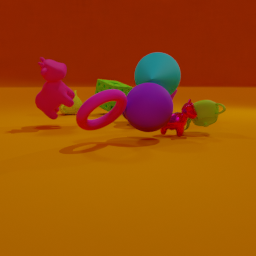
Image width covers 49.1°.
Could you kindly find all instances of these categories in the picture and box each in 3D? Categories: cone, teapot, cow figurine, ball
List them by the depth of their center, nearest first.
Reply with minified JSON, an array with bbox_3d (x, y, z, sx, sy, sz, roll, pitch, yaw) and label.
[{"bbox_3d":[0.449,-0.448,6.160,1.082,1.082,1.082,0,9,0],"label":"ball"},{"bbox_3d":[1.185,-0.259,6.654,0.893,0.879,0.490,6,17,15],"label":"cow figurine"},{"bbox_3d":[1.877,-0.302,7.014,0.765,0.602,1.230,18,-32,-40],"label":"teapot"},{"bbox_3d":[-2.180,-1.123,7.868,1.518,1.494,0.833,-35,32,19],"label":"cow figurine"},{"bbox_3d":[0.816,-1.543,8.568,1.525,1.525,1.531,2,14,12],"label":"cone"},{"bbox_3d":[-2.341,-1.034,11.334,0.951,0.749,1.530,-4,30,19],"label":"teapot"}]

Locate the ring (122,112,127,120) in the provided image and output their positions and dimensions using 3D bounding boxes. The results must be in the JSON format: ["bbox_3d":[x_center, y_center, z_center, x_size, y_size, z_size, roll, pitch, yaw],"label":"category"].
[{"bbox_3d":[0.558,-0.611,8.476,1.522,0.304,1.522,-10,-26,-5],"label":"ring"}]

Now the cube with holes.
[{"bbox_3d":[-0.625,-1.303,11.259,1.021,1.021,1.021,-3,23,-43],"label":"cube with holes"}]

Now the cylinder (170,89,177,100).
[{"bbox_3d":[1.107,-1.191,10.597,1.126,1.126,1.126,29,1,0],"label":"cylinder"}]

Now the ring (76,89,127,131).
[{"bbox_3d":[-0.514,-0.344,5.596,1.121,1.121,0.224,-9,57,-44],"label":"ring"}]
